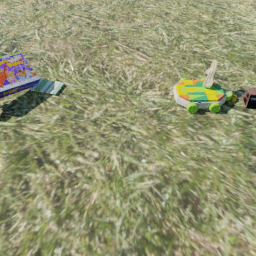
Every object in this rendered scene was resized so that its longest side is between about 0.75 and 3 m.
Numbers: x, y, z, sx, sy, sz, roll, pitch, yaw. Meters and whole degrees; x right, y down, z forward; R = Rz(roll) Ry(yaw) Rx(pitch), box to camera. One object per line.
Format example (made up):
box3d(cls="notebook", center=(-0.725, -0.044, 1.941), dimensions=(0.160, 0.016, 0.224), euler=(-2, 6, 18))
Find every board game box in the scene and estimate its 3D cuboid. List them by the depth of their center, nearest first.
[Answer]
box3d(cls="board game box", center=(-4.924, -2.075, 11.182), dimensions=(2.243, 0.502, 1.508), euler=(-33, 81, -42))

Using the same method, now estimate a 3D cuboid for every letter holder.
box3d(cls="letter holder", center=(5.353, -1.275, 11.197), dimensions=(1.301, 0.654, 0.925), euler=(4, 40, 4))

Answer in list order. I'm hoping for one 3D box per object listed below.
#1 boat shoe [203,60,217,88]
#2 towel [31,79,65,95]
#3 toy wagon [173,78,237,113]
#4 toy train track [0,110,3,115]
box3d(cls="boat shoe", center=(3.291, -2.201, 11.272), dimensions=(0.386, 0.429, 1.189), euler=(14, 85, 8))
box3d(cls="towel", center=(-3.476, -1.790, 12.173), dimensions=(1.211, 0.142, 0.924), euler=(11, 43, 11))
box3d(cls="toy wagon", center=(3.179, -1.405, 11.444), dimensions=(2.550, 0.504, 1.978), euler=(-1, 42, -1))
box3d(cls="toy train track", center=(-5.773, -0.283, 10.198), dimensions=(1.686, 0.478, 2.940), euler=(24, 50, -2))
